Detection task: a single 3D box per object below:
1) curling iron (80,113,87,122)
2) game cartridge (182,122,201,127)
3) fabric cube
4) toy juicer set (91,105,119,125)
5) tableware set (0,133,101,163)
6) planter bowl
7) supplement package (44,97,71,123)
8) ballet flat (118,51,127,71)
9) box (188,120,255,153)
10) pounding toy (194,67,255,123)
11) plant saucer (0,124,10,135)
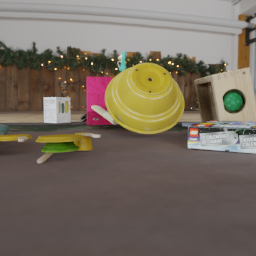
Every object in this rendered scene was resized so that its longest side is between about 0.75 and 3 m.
[{"bbox_3d":[-2.237,-0.541,15.613,0.511,0.263,2.061,-37,-3,6],"label":"curling iron"},{"bbox_3d":[2.735,-0.153,11.862,0.873,0.177,0.582,-3,9,-36],"label":"game cartridge"},{"bbox_3d":[-0.890,-1.048,11.224,1.535,1.540,1.510,0,-19,-10],"label":"fabric cube"},{"bbox_3d":[0.169,-0.177,9.598,2.747,0.747,1.747,3,22,-14],"label":"toy juicer set"},{"bbox_3d":[-1.832,0.327,4.878,2.553,0.392,1.720,-3,2,-22],"label":"tableware set"},{"bbox_3d":[0.501,-0.996,7.147,2.155,2.155,0.898,-1,-31,-7],"label":"planter bowl"},{"bbox_3d":[-3.604,-0.917,14.286,0.964,1.280,0.971,3,6,35],"label":"supplement package"},{"bbox_3d":[-0.243,-2.748,11.418,0.349,0.992,0.334,5,-21,-8],"label":"ballet flat"},{"bbox_3d":[2.417,0.131,6.183,1.656,0.482,2.418,2,5,25],"label":"box"},{"bbox_3d":[3.304,-0.701,8.629,1.604,2.077,2.256,-12,5,-3],"label":"pounding toy"},{"bbox_3d":[-3.294,0.154,5.577,1.742,0.239,1.742,-7,-7,-1],"label":"plant saucer"}]
